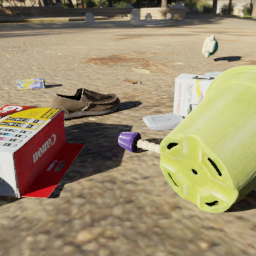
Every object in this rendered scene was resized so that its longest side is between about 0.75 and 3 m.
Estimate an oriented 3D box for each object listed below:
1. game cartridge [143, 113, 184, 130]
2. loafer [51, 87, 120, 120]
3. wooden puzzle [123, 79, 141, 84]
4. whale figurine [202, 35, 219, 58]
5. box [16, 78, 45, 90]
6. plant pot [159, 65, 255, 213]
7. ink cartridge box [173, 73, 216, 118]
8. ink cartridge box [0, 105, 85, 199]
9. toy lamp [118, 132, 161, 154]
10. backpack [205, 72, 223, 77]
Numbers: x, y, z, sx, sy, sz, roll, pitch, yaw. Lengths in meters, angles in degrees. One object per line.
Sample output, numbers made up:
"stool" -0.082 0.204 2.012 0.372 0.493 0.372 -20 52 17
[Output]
"game cartridge" 1.203 -0.204 9.200 1.258 0.255 0.839 -5 21 -11
"loafer" -1.443 -0.961 9.961 2.655 0.942 0.969 -14 28 -30
"wooden puzzle" 0.232 -2.349 14.151 0.584 0.069 0.985 -20 31 -38
"whale figurine" 5.554 -5.325 18.438 0.971 1.489 1.871 13 16 -3
"box" -4.512 -2.059 13.062 1.221 0.428 0.393 -4 25 -9
"plant pot" 1.994 0.354 5.702 2.363 2.570 2.570 -33 38 -31
"ink cartridge box" 2.586 -1.013 9.548 1.928 1.405 0.798 10 27 24
"ink cartridge box" -2.519 0.409 6.747 2.312 1.104 2.633 4 24 8
"toy lamp" 0.675 0.525 7.190 2.033 0.592 0.592 17 29 29
"backpack" 3.812 -1.724 11.636 1.304 1.106 1.469 -4 30 -8
